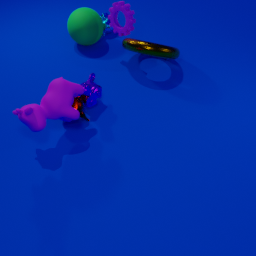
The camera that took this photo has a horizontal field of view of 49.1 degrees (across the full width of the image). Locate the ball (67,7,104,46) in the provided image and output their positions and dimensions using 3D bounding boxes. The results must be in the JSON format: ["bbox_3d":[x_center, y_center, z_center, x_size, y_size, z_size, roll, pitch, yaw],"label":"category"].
[{"bbox_3d":[-1.579,-3.763,10.425,1.330,1.330,1.330,0,50,0],"label":"ball"}]

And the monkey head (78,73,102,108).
[{"bbox_3d":[-1.273,-1.103,8.365,0.754,0.900,1.252,32,87,32],"label":"monkey head"}]

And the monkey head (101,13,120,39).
[{"bbox_3d":[-0.903,-4.128,11.294,0.736,0.878,1.221,39,68,-14],"label":"monkey head"}]

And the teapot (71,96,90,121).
[{"bbox_3d":[-1.641,-0.586,8.130,1.241,0.608,0.772,35,81,3],"label":"teapot"}]

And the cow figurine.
[{"bbox_3d":[-2.014,-0.625,7.179,1.560,0.870,1.585,17,76,-32],"label":"cow figurine"}]

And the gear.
[{"bbox_3d":[-0.213,-3.581,9.209,1.052,1.052,0.195,35,46,26],"label":"gear"}]

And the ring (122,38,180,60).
[{"bbox_3d":[0.780,-2.712,9.556,2.010,0.402,2.010,11,17,-3],"label":"ring"}]
